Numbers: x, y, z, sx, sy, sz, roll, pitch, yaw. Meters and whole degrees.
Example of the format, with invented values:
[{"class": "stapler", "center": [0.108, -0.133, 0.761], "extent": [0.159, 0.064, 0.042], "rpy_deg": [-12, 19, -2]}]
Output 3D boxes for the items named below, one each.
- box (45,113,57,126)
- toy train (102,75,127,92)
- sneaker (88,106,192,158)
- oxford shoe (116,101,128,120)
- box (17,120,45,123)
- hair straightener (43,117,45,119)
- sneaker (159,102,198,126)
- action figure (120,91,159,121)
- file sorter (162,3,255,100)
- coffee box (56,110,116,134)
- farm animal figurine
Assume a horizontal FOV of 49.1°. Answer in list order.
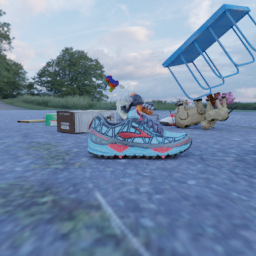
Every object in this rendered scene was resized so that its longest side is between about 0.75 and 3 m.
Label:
[{"class": "box", "center": [-2.405, -0.423, 12.307], "extent": [1.384, 0.571, 2.359], "rpy_deg": [1, 7, 18]}, {"class": "toy train", "center": [-0.639, -1.823, 12.542], "extent": [1.057, 0.612, 0.447], "rpy_deg": [37, 38, -5]}, {"class": "sneaker", "center": [0.211, 0.062, 4.534], "extent": [1.727, 0.825, 0.685], "rpy_deg": [-1, 5, -6]}, {"class": "oxford shoe", "center": [-0.117, -0.801, 15.890], "extent": [1.086, 0.834, 2.890], "rpy_deg": [4, 18, -14]}, {"class": "box", "center": [-4.756, -0.340, 13.920], "extent": [0.912, 0.119, 1.116], "rpy_deg": [3, 6, 31]}, {"class": "hair straightener", "center": [-4.491, -0.675, 17.405], "extent": [1.593, 0.326, 0.613], "rpy_deg": [-8, 7, -29]}, {"class": "sneaker", "center": [2.159, -0.606, 11.818], "extent": [1.823, 0.977, 0.609], "rpy_deg": [-1, 5, -17]}, {"class": "action figure", "center": [0.840, -1.231, 14.869], "extent": [2.185, 1.143, 2.113], "rpy_deg": [-16, 51, -37]}, {"class": "file sorter", "center": [2.906, -2.369, 9.186], "extent": [1.893, 1.674, 2.728], "rpy_deg": [-20, -14, -44]}, {"class": "coffee box", "center": [-1.317, -0.232, 9.034], "extent": [1.707, 0.680, 0.976], "rpy_deg": [-5, 7, -45]}, {"class": "farm animal figurine", "center": [2.670, -0.472, 9.945], "extent": [2.288, 1.206, 2.314], "rpy_deg": [-11, 8, 19]}]
